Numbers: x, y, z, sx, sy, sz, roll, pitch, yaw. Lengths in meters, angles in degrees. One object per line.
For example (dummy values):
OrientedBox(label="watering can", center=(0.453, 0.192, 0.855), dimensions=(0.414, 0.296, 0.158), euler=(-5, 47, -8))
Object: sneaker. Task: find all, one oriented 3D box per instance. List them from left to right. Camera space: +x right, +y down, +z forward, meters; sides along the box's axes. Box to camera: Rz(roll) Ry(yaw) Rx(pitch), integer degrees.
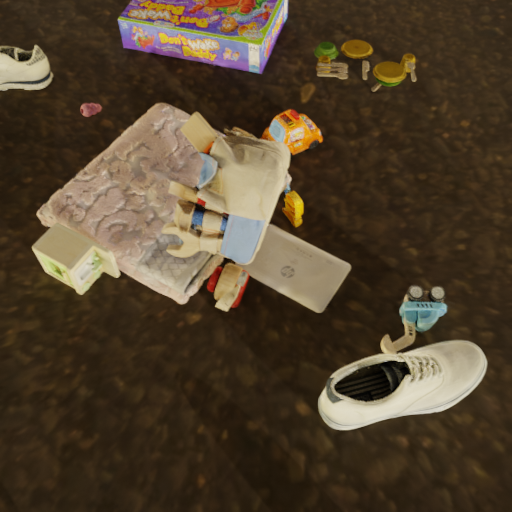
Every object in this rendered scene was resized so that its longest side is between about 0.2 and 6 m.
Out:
OrientedBox(label="sneaker", center=(-6.164, -4.555, 13.448), dimensions=(2.340, 0.942, 0.894), euler=(-7, 58, -3))
OrientedBox(label="sneaker", center=(2.432, 1.994, 8.921), dimensions=(2.946, 1.043, 1.076), euler=(-18, 58, -12))

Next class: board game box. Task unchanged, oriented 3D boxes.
OrientedBox(label="board game box", center=(-1.296, -6.181, 14.597), dimensions=(3.750, 0.840, 2.521), euler=(13, 57, 9))

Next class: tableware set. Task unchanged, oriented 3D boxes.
OrientedBox(label="tableware set", center=(2.697, -4.772, 13.970), dimensions=(2.528, 0.388, 1.703), euler=(4, 53, 4))

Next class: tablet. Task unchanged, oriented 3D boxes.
OrientedBox(label="tablet", center=(0.703, 0.193, 10.707), dimensions=(1.917, 0.131, 1.247), euler=(28, 60, 18))

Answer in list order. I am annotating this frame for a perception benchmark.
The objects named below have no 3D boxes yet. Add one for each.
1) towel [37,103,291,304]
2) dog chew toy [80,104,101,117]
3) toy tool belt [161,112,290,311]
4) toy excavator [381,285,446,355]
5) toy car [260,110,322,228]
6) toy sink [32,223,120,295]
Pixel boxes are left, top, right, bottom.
OrientedBox(label="towel", center=(-1.788, -1.300, 11.427), dimensions=(3.724, 0.629, 3.899), euler=(29, 60, 18))
OrientedBox(label="dog chew toy", center=(-3.824, -3.409, 13.020), dimensions=(0.478, 0.298, 0.298), euler=(-24, 58, -35))
OrientedBox(label="toy tool belt", center=(-0.726, -0.742, 9.696), dimensions=(1.886, 3.069, 1.916), euler=(21, 22, 2))
OrientedBox(label="toy excavator", center=(2.769, 1.161, 9.836), dimensions=(1.153, 0.593, 1.186), euler=(1, 65, 2))
OrientedBox(label="toy car", center=(0.982, -2.049, 11.746), dimensions=(1.375, 0.933, 2.802), euler=(-11, 56, -7))
OrientedBox(label="toy sink", center=(-3.307, 0.132, 10.311), dimensions=(1.311, 0.854, 0.734), euler=(26, 60, 15))
